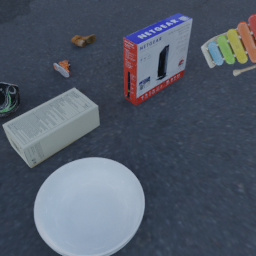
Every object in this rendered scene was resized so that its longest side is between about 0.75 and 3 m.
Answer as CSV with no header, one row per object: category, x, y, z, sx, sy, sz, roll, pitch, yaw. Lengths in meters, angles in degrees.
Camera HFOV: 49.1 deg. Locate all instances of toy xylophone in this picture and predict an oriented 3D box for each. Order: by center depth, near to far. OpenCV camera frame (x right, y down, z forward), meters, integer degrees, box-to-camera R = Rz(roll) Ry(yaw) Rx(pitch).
toy xylophone,3.684,-2.503,8.950,2.400,1.758,0.603,-19,25,51

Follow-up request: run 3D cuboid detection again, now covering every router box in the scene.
router box,1.136,-2.677,10.954,2.956,2.653,0.722,-34,54,-28

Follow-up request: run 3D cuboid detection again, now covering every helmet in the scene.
helmet,-4.705,-1.037,10.307,1.366,1.302,1.366,11,3,-1

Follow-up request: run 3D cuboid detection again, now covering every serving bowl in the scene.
serving bowl,-0.978,2.157,7.476,2.819,0.927,2.819,0,47,0

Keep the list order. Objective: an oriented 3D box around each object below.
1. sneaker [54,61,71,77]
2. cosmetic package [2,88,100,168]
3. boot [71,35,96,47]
sneaker,-2.778,-2.721,12.534,0.656,0.454,1.172,-33,54,-26
cosmetic package,-2.527,-0.101,9.590,2.851,1.042,1.476,-32,54,-28
boot,-2.284,-4.570,14.409,0.877,0.433,1.130,28,60,29
